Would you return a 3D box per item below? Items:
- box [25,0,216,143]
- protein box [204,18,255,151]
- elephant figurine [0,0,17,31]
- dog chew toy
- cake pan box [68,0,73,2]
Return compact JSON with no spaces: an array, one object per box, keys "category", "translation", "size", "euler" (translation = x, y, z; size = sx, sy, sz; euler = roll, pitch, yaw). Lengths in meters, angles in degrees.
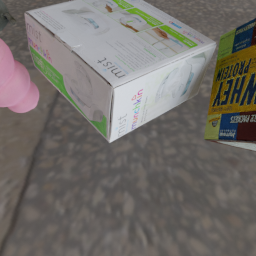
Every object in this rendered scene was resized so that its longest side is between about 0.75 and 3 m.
[{"category":"box","translation":[-0.205,-1.348,5.116],"size":[2.253,1.235,2.554],"euler":[-30,57,-29]},{"category":"protein box","translation":[2.839,-0.590,5.104],"size":[2.156,1.454,2.140],"euler":[12,85,-18]},{"category":"elephant figurine","translation":[-3.421,-2.417,5.854],"size":[1.538,1.088,1.193],"euler":[-20,0,-45]},{"category":"dog chew toy","translation":[-2.318,-0.891,5.101],"size":[1.089,1.749,1.089],"euler":[-14,56,22]},{"category":"cake pan box","translation":[-0.653,-3.152,7.870],"size":[0.594,2.090,2.270],"euler":[26,68,18]}]
